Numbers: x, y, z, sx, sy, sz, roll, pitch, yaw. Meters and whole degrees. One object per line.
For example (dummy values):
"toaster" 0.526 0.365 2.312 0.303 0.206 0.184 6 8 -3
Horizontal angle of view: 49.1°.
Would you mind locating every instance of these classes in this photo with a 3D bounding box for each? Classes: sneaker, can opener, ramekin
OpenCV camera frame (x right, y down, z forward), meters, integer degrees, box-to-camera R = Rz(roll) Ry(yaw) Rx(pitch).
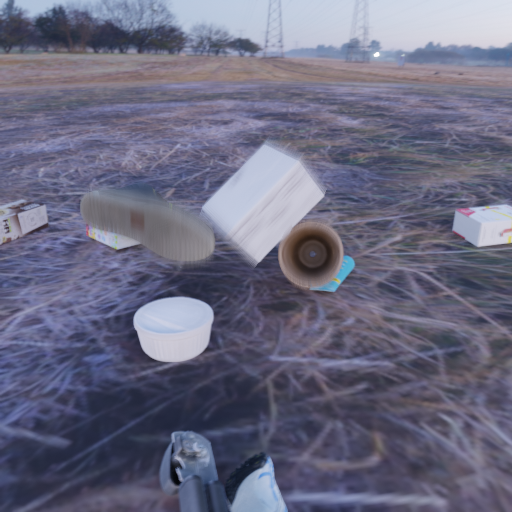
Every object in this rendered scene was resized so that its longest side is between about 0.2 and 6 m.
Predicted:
"sneaker" 0.034 2.412 5.342 0.538 0.542 1.496 -32 11 3
"sneaker" -1.751 -0.774 10.261 2.553 0.955 1.356 20 25 12
"can opener" -0.592 2.421 5.386 0.466 0.584 1.746 26 20 -25
"ramekin" -1.211 1.104 8.301 1.161 0.541 1.161 1 22 0

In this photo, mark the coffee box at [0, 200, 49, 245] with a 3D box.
"coffee box" -5.618 -0.777 12.805 0.830 0.586 1.468 12 25 26

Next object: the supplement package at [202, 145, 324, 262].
"supplement package" 0.100 -0.966 10.011 1.656 0.918 1.290 -45 36 -3

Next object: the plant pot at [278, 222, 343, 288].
"plant pot" 1.013 -0.039 10.272 1.157 1.157 1.009 3 2 7

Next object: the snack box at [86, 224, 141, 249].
"snack box" -2.767 -0.662 12.634 1.215 0.453 1.708 19 26 40

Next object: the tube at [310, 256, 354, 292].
"tube" 1.465 0.382 10.453 0.475 0.309 1.228 -1 23 33

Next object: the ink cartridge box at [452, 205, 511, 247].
"ink cartridge box" 5.344 -0.703 12.628 1.396 0.582 1.013 -6 23 -14
